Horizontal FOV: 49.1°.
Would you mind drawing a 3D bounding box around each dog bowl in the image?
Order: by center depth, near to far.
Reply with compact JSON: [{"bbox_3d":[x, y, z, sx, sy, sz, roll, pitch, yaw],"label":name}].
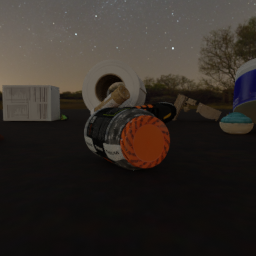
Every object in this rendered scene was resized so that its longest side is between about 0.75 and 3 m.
[{"bbox_3d":[4.265,-0.850,7.298,2.851,1.123,2.851,10,-10,2],"label":"dog bowl"}]

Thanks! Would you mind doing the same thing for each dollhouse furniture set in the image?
[{"bbox_3d":[3.204,-0.501,12.539,2.451,1.197,2.090,25,12,12],"label":"dollhouse furniture set"}]

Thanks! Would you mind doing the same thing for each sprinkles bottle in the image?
[{"bbox_3d":[-0.615,-0.798,9.549,1.577,0.538,0.538,-36,-19,35],"label":"sprinkles bottle"}]

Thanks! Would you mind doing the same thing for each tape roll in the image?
[{"bbox_3d":[-0.503,-1.404,11.060,2.255,2.255,1.548,1,-2,13],"label":"tape roll"}]

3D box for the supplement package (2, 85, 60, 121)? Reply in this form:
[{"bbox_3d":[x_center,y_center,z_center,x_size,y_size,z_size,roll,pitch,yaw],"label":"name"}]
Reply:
[{"bbox_3d":[-4.247,-1.102,12.510,2.053,1.547,1.558,0,5,0],"label":"supplement package"}]

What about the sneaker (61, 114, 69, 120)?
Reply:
[{"bbox_3d":[-2.922,-0.464,12.982,0.316,0.290,0.755,14,5,-21],"label":"sneaker"}]

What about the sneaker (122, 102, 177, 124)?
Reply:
[{"bbox_3d":[0.460,-0.374,9.114,2.186,0.765,0.984,-4,8,20],"label":"sneaker"}]

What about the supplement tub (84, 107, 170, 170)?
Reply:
[{"bbox_3d":[-0.042,0.100,3.333,0.689,0.689,1.125,-2,6,-26],"label":"supplement tub"}]

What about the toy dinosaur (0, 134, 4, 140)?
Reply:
[{"bbox_3d":[-3.861,0.073,4.516,2.352,2.592,1.361,-25,37,2],"label":"toy dinosaur"}]

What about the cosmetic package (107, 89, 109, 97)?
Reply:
[{"bbox_3d":[-1.340,-1.347,13.409,0.711,1.753,0.989,1,-37,4],"label":"cosmetic package"}]

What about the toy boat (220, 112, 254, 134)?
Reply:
[{"bbox_3d":[2.997,-0.177,7.010,1.342,0.624,1.128,1,4,12],"label":"toy boat"}]

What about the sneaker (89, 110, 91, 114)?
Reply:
[{"bbox_3d":[-0.979,-0.774,14.374,2.072,0.772,0.877,8,-2,-5],"label":"sneaker"}]
